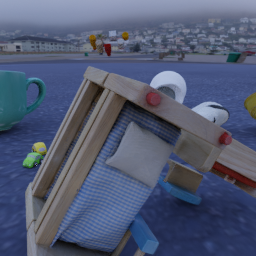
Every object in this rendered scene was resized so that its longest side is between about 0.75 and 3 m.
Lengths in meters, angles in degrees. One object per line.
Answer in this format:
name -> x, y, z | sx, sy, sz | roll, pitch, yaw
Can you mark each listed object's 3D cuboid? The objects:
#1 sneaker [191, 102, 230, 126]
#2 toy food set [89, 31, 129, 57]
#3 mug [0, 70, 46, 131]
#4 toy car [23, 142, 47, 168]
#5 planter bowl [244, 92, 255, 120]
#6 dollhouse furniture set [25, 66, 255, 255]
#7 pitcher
sneaker -> 1.898, -0.054, 7.687 | 2.527, 0.931, 1.011 | -12, 35, -26
toy food set -> -0.615, -2.863, 9.634 | 1.345, 0.642, 0.605 | -8, -24, 0
mug -> -3.882, -0.778, 8.160 | 2.677, 1.655, 2.200 | -1, 8, -7
toy car -> -1.899, 0.579, 6.215 | 1.132, 0.252, 1.065 | 6, 17, 20
planter bowl -> 4.241, -0.309, 7.651 | 2.003, 0.834, 2.003 | 9, -19, 3
dollhouse furniture set -> 0.507, 0.817, 3.479 | 2.791, 1.967, 1.955 | 26, 5, -25
pitcher -> 1.270, -1.373, 11.329 | 2.121, 1.499, 2.473 | -14, 16, 18
